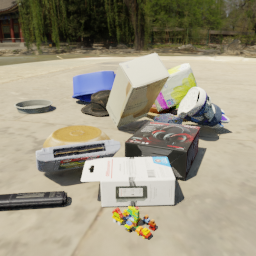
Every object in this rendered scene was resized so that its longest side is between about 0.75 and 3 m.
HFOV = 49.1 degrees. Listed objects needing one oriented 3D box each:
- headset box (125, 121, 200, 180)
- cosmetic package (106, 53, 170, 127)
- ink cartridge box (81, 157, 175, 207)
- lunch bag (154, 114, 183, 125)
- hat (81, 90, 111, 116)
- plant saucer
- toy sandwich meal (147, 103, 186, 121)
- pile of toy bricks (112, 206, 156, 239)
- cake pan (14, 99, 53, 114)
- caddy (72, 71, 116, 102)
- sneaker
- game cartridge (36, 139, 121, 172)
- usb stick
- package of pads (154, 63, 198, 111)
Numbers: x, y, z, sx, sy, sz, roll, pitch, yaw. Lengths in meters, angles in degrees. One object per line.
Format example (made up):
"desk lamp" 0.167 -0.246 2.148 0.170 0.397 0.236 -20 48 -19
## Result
"headset box" 1.097 0.505 8.173 1.690 0.853 2.274 8 20 22
"cosmetic package" 0.239 -1.210 9.777 1.455 0.983 2.766 -22 -18 -21
"ink cartridge box" -0.010 1.200 6.426 1.988 0.674 1.153 -1 19 -1
"lunch bag" 1.508 -0.205 10.739 0.896 0.569 0.759 -1 19 -33
"hat" -1.067 -1.293 13.309 2.386 0.962 2.386 -1 18 0
"plant saucer" -1.690 0.336 9.387 2.274 0.403 2.274 0 19 0
"toy sandwich meal" 1.814 -1.162 12.747 3.045 1.043 3.045 0 19 0
"pile of toy bricks" 0.133 1.696 5.361 0.879 0.434 0.488 16 24 38
"cake pan" -4.524 -1.035 13.496 1.778 0.326 1.778 0 19 0
"caddy" -1.619 -2.057 14.791 2.758 1.447 1.949 -7 -1 10
"sneaker" 2.871 -0.639 9.835 1.783 0.981 2.435 15 -9 -2
"game cartridge" -1.300 0.737 7.173 2.015 0.412 1.341 -7 -14 -19
"usb stick" -2.138 1.556 6.051 1.609 0.262 0.446 -2 14 -6
"package of pads" 1.791 -1.633 11.179 1.846 1.426 0.629 -19 28 17
